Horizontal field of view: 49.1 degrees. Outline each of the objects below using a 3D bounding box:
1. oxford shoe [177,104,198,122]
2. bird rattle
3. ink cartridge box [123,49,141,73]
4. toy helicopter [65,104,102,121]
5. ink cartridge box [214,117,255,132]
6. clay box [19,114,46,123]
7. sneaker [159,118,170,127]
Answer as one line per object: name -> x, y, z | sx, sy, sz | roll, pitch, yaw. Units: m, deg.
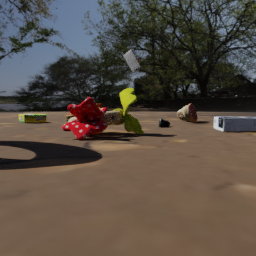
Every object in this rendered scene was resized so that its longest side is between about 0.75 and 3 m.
oxford shoe -> 2.692, -0.591, 12.881 | 0.862, 0.827, 2.335 | -12, -7, 17
bird rattle -> -0.686, -0.133, 6.671 | 2.119, 1.194, 1.728 | -20, 5, -39
ink cartridge box -> 0.225, -2.808, 11.777 | 0.482, 0.884, 0.223 | -30, -1, 37
toy helicopter -> -1.885, -0.486, 10.734 | 1.347, 0.804, 2.037 | 0, 7, 16
ink cartridge box -> 3.663, -0.119, 7.923 | 2.211, 0.433, 1.099 | 1, 4, 3
clay box -> -4.260, -0.445, 12.513 | 0.943, 0.391, 1.641 | -2, 5, -30
sneaker -> 1.263, -0.179, 9.613 | 0.361, 0.312, 0.824 | 6, 5, 13
